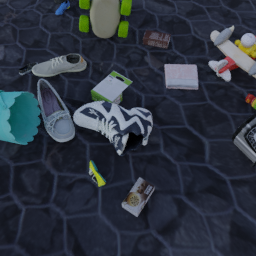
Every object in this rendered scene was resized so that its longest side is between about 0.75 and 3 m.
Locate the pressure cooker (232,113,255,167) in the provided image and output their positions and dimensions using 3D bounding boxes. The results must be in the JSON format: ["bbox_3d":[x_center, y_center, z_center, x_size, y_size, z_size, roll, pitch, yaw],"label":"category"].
[{"bbox_3d":[4.775,0.475,9.687,1.609,1.584,1.801,-29,63,-18],"label":"pressure cooker"}]

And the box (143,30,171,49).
[{"bbox_3d":[1.367,-4.231,13.364,1.216,0.456,0.609,15,59,8],"label":"box"}]

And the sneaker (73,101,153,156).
[{"bbox_3d":[-0.582,0.079,9.958,2.941,1.174,1.914,10,37,-5],"label":"sneaker"}]

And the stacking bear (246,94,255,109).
[{"bbox_3d":[5.196,-1.010,11.294,0.544,0.581,0.956,-33,57,-24],"label":"stacking bear"}]

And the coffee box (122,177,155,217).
[{"bbox_3d":[0.348,2.263,9.226,0.613,0.433,1.085,30,62,17],"label":"coffee box"}]

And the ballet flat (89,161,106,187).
[{"bbox_3d":[-1.146,1.595,9.736,0.344,0.343,1.027,-35,65,-4],"label":"ballet flat"}]

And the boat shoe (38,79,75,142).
[{"bbox_3d":[-2.876,-0.687,10.822,1.039,0.904,2.820,-21,60,-13],"label":"boat shoe"}]

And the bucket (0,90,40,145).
[{"bbox_3d":[-4.211,-0.413,10.089,1.304,2.004,2.004,7,58,12],"label":"bucket"}]

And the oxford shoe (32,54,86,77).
[{"bbox_3d":[-3.044,-2.818,12.325,2.386,0.689,0.897,-9,61,-3],"label":"oxford shoe"}]

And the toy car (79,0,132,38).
[{"bbox_3d":[-1.031,-5.943,13.635,2.285,2.195,2.782,7,47,-4],"label":"toy car"}]

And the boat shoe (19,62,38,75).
[{"bbox_3d":[-4.442,-2.692,12.484,0.925,0.262,0.318,-39,65,-22],"label":"boat shoe"}]

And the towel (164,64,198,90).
[{"bbox_3d":[2.336,-2.276,12.244,1.424,0.229,1.360,2,57,0],"label":"towel"}]

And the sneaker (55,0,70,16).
[{"bbox_3d":[-3.472,-6.345,14.726,0.356,0.423,1.079,28,63,14],"label":"sneaker"}]

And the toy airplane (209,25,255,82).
[{"bbox_3d":[4.737,-3.187,11.896,2.544,1.795,2.533,12,59,7],"label":"toy airplane"}]

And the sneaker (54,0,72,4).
[{"bbox_3d":[-3.306,-7.230,15.189,1.497,0.593,0.564,-27,60,-17],"label":"sneaker"}]

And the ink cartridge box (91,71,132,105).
[{"bbox_3d":[-0.639,-1.557,11.597,1.074,0.550,1.453,33,62,20],"label":"ink cartridge box"}]
